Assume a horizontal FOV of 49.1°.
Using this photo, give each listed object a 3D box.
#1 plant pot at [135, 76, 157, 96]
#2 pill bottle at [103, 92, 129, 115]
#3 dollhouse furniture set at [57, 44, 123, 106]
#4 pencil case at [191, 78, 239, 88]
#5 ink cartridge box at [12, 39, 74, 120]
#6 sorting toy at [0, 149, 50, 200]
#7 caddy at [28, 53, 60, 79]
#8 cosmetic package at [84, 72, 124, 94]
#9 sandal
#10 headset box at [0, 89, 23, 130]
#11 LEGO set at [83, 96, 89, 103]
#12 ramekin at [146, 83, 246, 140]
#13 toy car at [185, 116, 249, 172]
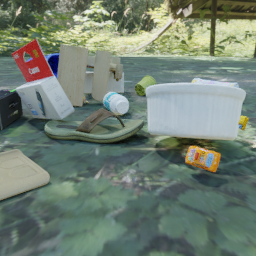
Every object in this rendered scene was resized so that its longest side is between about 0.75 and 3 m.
[{"bbox_3d":[0.788,-1.958,13.430,0.899,0.899,0.826,14,33,38],"label":"plant pot"},{"bbox_3d":[-0.402,-0.860,10.023,0.693,0.693,1.252,-7,19,-20],"label":"pill bottle"},{"bbox_3d":[-1.656,-2.087,12.322,2.654,2.274,2.791,6,5,-11],"label":"dollhouse furniture set"},{"bbox_3d":[3.741,-1.654,12.212,2.081,0.865,0.944,17,7,40],"label":"pencil case"},{"bbox_3d":[-2.776,-1.301,8.314,0.544,2.142,2.431,-38,23,-29],"label":"ink cartridge box"},{"bbox_3d":[-2.615,0.962,5.050,1.965,0.263,1.464,-15,27,-39],"label":"sorting toy"},{"bbox_3d":[-3.180,-2.204,12.195,1.475,1.987,2.810,0,18,15],"label":"caddy"},{"bbox_3d":[-1.236,-2.292,14.025,2.009,1.019,0.716,-2,17,-8],"label":"cosmetic package"},{"bbox_3d":[-0.946,-0.124,7.510,2.736,0.781,1.086,1,17,6],"label":"sandal"},{"bbox_3d":[-4.537,-0.629,8.865,2.035,0.944,1.772,0,18,1],"label":"headset box"},{"bbox_3d":[-1.844,-1.060,11.522,0.373,0.302,0.812,-31,14,20],"label":"LEGO set"},{"bbox_3d":[1.540,-0.327,6.721,2.317,1.130,2.317,4,-1,0],"label":"ramekin"},{"bbox_3d":[1.605,0.206,5.254,0.670,1.365,0.454,36,6,31],"label":"toy car"}]
